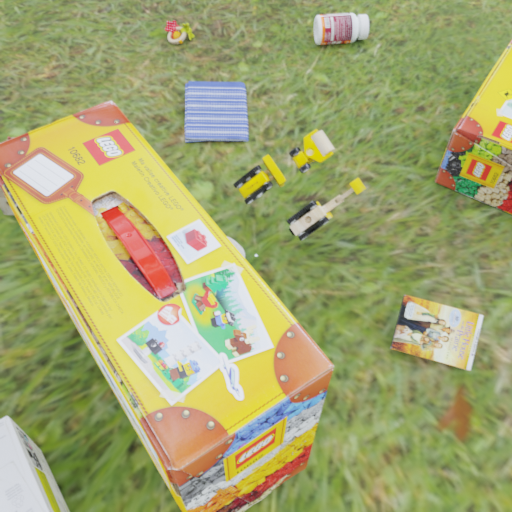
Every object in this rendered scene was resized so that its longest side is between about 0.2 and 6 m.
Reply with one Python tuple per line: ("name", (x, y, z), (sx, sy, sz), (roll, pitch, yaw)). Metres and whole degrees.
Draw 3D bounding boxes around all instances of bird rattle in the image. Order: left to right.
("bird rattle", (-1.867, -5.256, 13.186), (0.730, 0.411, 0.595), (17, 72, 15))

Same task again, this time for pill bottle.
("pill bottle", (1.971, -5.274, 13.001), (1.189, 0.651, 0.651), (-5, 54, -4))

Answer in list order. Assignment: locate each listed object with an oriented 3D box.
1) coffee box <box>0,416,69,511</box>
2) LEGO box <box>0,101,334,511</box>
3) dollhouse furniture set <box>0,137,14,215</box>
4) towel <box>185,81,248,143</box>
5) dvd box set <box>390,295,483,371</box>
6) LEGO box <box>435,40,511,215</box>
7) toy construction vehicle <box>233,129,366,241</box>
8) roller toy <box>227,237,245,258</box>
("coffee box", (-3.072, 2.998, 6.544), (1.342, 1.329, 1.344), (-30, 60, -20))
("LEGO box", (-1.230, 0.807, 6.936), (1.697, 3.275, 4.397), (-29, 60, -20))
("dollhouse furniture set", (-3.765, -1.353, 9.922), (1.435, 1.006, 1.011), (7, 54, 5))
("towel", (-0.839, -3.008, 11.670), (1.302, 0.215, 1.799), (-1, 55, -4))
("dvd box set", (2.685, 1.142, 8.357), (1.177, 0.173, 0.861), (15, 84, 12))
("LEGO box", (5.335, -2.371, 10.446), (2.591, 1.343, 3.480), (28, 59, 19))
("toy construction vehicle", (0.719, -1.114, 9.138), (1.683, 0.593, 1.465), (-38, 84, 15))
("roller toy", (-0.515, -0.015, 9.156), (0.579, 0.444, 0.635), (-19, 64, 18))
